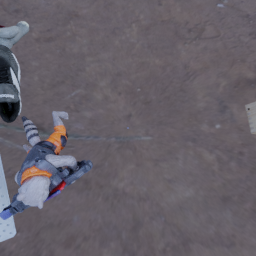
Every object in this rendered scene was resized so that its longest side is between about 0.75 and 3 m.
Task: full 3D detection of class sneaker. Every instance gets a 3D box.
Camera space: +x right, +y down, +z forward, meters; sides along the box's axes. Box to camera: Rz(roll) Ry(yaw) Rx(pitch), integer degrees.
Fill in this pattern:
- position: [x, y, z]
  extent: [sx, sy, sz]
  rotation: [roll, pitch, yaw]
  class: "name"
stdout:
- position: [-2.125, -0.717, 4.918]
  extent: [0.472, 1.420, 0.642]
  rotation: [-5, 27, -18]
  class: "sneaker"

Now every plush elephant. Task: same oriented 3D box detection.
- position: [-3.316, -2.311, 6.507]
  extent: [1.272, 1.196, 1.545]
  rotation: [-10, 44, 17]
  class: "plush elephant"

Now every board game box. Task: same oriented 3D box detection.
- position: [-3.263, 1.501, 5.148]
  extent: [1.980, 1.980, 0.256]
  rotation: [-14, 22, -30]
  class: "board game box"

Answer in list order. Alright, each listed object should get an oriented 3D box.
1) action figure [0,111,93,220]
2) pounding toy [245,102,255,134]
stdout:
- position: [-1.714, 0.691, 4.952]
  extent: [2.013, 1.053, 1.947]
  rotation: [-35, 32, 7]
  class: "action figure"
- position: [3.306, -0.421, 5.641]
  extent: [1.444, 1.644, 0.752]
  rotation: [7, 70, -38]
  class: "pounding toy"
